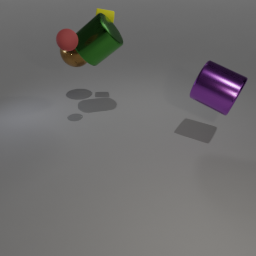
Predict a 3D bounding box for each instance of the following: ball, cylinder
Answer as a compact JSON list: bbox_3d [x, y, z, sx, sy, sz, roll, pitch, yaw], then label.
[{"bbox_3d":[-2.333,-3.433,12.527,1.400,1.400,1.400,0,29,0],"label":"ball"},{"bbox_3d":[3.014,-1.340,9.399,1.400,1.400,1.400,30,38,15],"label":"cylinder"},{"bbox_3d":[-1.126,-3.299,10.514,1.400,1.400,1.400,-32,20,22],"label":"cylinder"},{"bbox_3d":[-0.939,-4.323,11.121,0.700,0.700,0.700,6,28,-11],"label":"cylinder"},{"bbox_3d":[-1.961,-2.838,9.032,0.700,0.700,0.700,0,29,0],"label":"ball"}]
